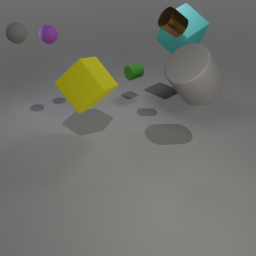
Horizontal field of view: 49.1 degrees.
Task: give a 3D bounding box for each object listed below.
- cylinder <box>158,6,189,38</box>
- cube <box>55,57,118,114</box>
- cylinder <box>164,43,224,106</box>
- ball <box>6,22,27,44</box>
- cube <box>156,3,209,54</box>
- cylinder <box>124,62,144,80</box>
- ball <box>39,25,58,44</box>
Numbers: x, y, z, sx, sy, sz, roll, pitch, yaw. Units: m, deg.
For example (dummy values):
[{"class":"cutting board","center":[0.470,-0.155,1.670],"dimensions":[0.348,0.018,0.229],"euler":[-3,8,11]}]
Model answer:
[{"class":"cylinder","center":[1.429,-3.345,8.871],"dimensions":[0.700,0.700,0.700],"euler":[23,17,-33]},{"class":"cube","center":[-1.486,-1.598,10.273],"dimensions":[1.400,1.400,1.400],"euler":[-37,3,23]},{"class":"cylinder","center":[2.021,-1.585,8.518],"dimensions":[1.400,1.400,1.400],"euler":[-17,57,27]},{"class":"ball","center":[-3.859,-3.284,9.704],"dimensions":[0.700,0.700,0.700],"euler":[0,31,0]},{"class":"cube","center":[2.289,-4.090,11.926],"dimensions":[1.400,1.400,1.400],"euler":[-37,76,-22]},{"class":"cylinder","center":[0.279,-2.661,13.151],"dimensions":[0.700,0.700,0.700],"euler":[-25,39,-33]},{"class":"ball","center":[-3.010,-3.546,10.614],"dimensions":[0.700,0.700,0.700],"euler":[0,31,0]}]
